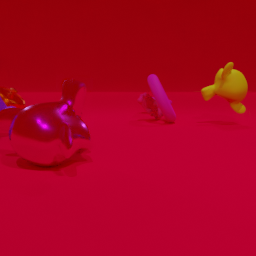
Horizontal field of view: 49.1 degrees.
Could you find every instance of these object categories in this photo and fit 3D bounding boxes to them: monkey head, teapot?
[{"bbox_3d":[2.583,-1.028,7.454,1.071,1.489,0.897,-28,26,-3],"label":"monkey head"},{"bbox_3d":[-0.993,-0.100,3.603,1.585,1.140,0.955,16,8,36],"label":"monkey head"},{"bbox_3d":[-3.261,-0.679,7.346,1.838,0.900,1.143,34,10,-14],"label":"teapot"}]

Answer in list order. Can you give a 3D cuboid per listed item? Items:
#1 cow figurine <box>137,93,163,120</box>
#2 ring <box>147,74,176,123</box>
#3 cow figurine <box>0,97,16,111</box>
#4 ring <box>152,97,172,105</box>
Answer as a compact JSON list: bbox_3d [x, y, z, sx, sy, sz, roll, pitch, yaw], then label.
[{"bbox_3d":[0.720,-0.690,8.680,0.535,0.974,0.959,-43,0,10],"label":"cow figurine"},{"bbox_3d":[0.974,-0.850,8.063,0.301,1.503,1.503,-26,3,11],"label":"ring"},{"bbox_3d":[-2.711,-0.194,5.104,0.848,1.544,1.519,-31,-38,6],"label":"cow figurine"},{"bbox_3d":[1.160,-1.055,11.247,1.221,0.244,1.221,7,2,0],"label":"ring"}]
